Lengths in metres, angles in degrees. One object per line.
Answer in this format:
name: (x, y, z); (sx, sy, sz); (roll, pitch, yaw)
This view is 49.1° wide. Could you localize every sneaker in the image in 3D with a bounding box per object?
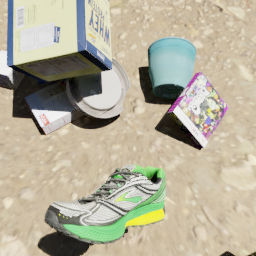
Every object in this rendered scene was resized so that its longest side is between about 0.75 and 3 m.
sneaker: (-0.265, 1.157, 4.767); (0.999, 2.560, 1.091); (8, 96, 40)

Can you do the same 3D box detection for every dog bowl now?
dog bowl: (-0.961, -1.271, 8.774); (2.109, 0.619, 2.109); (7, 75, -29)

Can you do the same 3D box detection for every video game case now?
video game case: (2.199, -0.553, 8.577); (1.601, 0.316, 1.766); (47, 66, -20)

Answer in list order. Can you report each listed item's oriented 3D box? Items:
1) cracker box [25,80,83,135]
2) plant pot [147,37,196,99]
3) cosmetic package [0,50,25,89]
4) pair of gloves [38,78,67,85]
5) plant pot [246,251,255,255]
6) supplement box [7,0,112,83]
cracker box: (-2.120, -0.831, 9.068); (1.959, 0.565, 1.312); (-29, 65, -15)
plant pot: (1.393, -1.828, 9.087); (1.613, 1.613, 1.516); (4, 69, 2)
cosmetic package: (-4.067, -1.977, 9.552); (0.784, 0.779, 0.937); (14, 62, 8)
pair of gloves: (-2.124, -1.889, 9.381); (1.787, 0.204, 1.437); (-1, 41, 23)
plant pot: (2.938, 3.883, 5.776); (2.308, 2.311, 2.046); (36, 58, 18)
supplement box: (-1.761, -2.614, 7.390); (2.246, 1.509, 2.248); (-5, 82, 19)
